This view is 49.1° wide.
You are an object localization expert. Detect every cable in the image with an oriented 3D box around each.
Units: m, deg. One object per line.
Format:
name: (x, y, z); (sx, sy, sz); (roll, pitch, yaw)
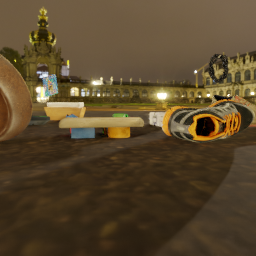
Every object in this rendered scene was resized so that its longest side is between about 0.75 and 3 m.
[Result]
cable: (3.889, -2.550, 12.040); (1.000, 1.226, 0.311); (-2, 14, -26)

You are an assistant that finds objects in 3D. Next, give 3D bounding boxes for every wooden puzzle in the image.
wooden puzzle: (-0.852, -0.001, 8.204); (2.207, 0.552, 2.383); (0, 0, -11)

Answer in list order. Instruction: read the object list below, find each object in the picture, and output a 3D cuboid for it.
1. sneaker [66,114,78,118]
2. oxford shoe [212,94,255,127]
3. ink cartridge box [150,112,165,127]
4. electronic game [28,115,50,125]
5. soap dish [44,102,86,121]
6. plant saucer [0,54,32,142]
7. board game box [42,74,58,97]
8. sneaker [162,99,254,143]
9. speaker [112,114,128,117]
sneaker: (-2.974, -0.548, 15.330); (1.172, 0.459, 0.386); (5, 4, 34)
oxford shoe: (4.870, -0.827, 12.161); (1.041, 1.105, 2.955); (-36, 32, -31)
ink cartridge box: (1.678, -0.385, 12.228); (1.036, 0.606, 1.786); (-1, 5, -12)
electronic game: (-5.044, -0.465, 12.940); (2.798, 0.582, 2.798); (2, 3, 0)
soap dish: (-3.730, -1.018, 17.076); (2.137, 1.103, 2.716); (0, 4, -3)
plant saucer: (-3.367, -0.608, 5.902); (2.588, 2.588, 0.446); (0, 36, 5)
board game box: (-3.393, -1.859, 12.259); (0.191, 0.850, 0.646); (11, 26, 28)
sneaker: (2.185, -0.093, 6.952); (2.624, 1.027, 1.013); (-9, 15, -22)
speaker: (-0.478, -0.673, 17.066); (0.971, 0.429, 0.429); (3, 5, 31)
